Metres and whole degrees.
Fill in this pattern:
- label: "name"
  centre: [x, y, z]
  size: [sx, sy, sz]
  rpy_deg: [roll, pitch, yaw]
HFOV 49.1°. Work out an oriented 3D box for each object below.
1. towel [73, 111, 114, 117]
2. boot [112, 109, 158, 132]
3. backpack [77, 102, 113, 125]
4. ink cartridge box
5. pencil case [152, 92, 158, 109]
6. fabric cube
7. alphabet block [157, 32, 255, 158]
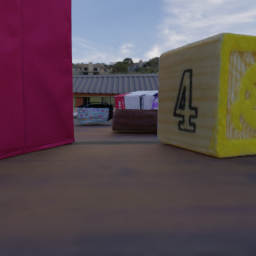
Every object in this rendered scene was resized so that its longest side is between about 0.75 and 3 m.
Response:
- label: "towel"
  centre: [-1.802, -0.613, 12.966]
  size: [2.335, 0.266, 1.682]
  rpy_deg: [1, 7, 34]
- label: "boot"
  centre: [0.845, -0.237, 6.411]
  size: [2.255, 0.724, 2.102]
  rpy_deg: [-3, 2, 16]
- label: "backpack"
  centre: [-1.015, -0.428, 8.379]
  size: [1.016, 0.643, 0.848]
  rpy_deg: [-3, -1, -23]
- label: "ink cartridge box"
  centre: [0.927, -0.873, 10.591]
  size: [2.343, 0.977, 1.702]
  rpy_deg: [5, 14, 38]
- label: "pencil case"
  centre: [1.715, -0.601, 9.013]
  size: [2.390, 1.003, 1.022]
  rpy_deg: [-3, -23, -47]
- label: "fabric cube"
  centre: [-2.297, -0.893, 3.659]
  size: [2.352, 2.390, 2.397]
  rpy_deg: [3, 5, 20]
- label: "alphabet block"
  centre: [1.320, -0.417, 3.875]
  size: [1.387, 1.395, 1.421]
  rpy_deg: [-4, 6, -23]
